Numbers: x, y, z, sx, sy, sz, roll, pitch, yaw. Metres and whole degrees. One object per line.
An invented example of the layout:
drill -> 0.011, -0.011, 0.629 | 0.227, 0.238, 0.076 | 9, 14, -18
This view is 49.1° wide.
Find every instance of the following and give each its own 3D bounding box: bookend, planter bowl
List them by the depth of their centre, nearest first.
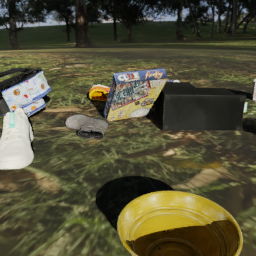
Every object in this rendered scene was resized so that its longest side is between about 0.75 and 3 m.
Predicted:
planter bowl -> 0.779, 1.856, 4.502 | 1.894, 0.789, 1.894 | 0, 21, 0
bookend -> 2.692, -1.015, 11.462 | 2.934, 1.360, 2.953 | 0, 20, -2

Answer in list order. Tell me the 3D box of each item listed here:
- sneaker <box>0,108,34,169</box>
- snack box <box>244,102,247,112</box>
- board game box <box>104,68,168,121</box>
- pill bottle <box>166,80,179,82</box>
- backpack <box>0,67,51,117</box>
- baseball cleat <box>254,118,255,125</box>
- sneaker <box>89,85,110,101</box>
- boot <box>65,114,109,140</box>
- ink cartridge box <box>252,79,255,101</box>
sneaker -> -3.391, 0.200, 8.291 | 1.082, 1.273, 2.877 | -4, 21, -16
snack box -> 4.367, -0.907, 12.427 | 1.455, 0.493, 1.227 | -17, 26, -42
board game box -> 0.180, -1.166, 10.492 | 1.846, 0.472, 2.726 | -10, -22, -17
pill bottle -> 2.019, -1.881, 14.149 | 2.024, 1.123, 1.123 | 10, 23, 28
backpack -> -4.331, -1.429, 11.332 | 2.338, 1.891, 2.455 | -41, 36, -23
baseball cleat -> 5.478, 0.007, 9.250 | 1.497, 0.981, 2.813 | -3, 21, -9
sneaker -> -0.695, -1.706, 14.342 | 2.603, 0.950, 1.004 | -5, 35, 6
boot -> -1.589, -0.039, 9.997 | 1.722, 0.601, 1.133 | 0, 24, 13
ink cartridge box -> 7.015, -1.841, 14.183 | 0.601, 1.027, 1.771 | -15, 24, -35
